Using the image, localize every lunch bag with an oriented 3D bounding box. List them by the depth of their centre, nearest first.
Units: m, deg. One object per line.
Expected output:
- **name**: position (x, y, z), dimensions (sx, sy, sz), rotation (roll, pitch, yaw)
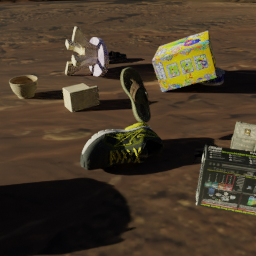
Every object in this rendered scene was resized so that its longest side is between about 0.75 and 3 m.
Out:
- **lunch bag**: position (3.472, 0.261, 8.247), dimensions (0.714, 0.870, 0.512), rotation (13, 32, 19)

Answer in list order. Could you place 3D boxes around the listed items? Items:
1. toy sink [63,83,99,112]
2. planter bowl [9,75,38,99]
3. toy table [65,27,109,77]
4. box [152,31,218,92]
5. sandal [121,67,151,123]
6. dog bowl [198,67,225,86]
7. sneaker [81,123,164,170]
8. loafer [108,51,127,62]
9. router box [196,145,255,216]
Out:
- **toy sink**: position (-1.820, -1.239, 10.894), dimensions (1.218, 0.794, 0.682), rotation (-20, 35, -28)
- **planter bowl**: position (-4.299, -1.667, 11.673), dimensions (1.106, 0.745, 1.106), rotation (0, 30, 0)
- **toy table**: position (-2.074, -3.580, 13.627), dimensions (1.536, 2.410, 2.622), rotation (2, 26, -27)
- **box**: position (2.580, -2.995, 12.498), dimensions (2.391, 1.515, 2.483), rotation (-13, 25, 21)
- **sandal**: position (0.333, -0.989, 8.189), dimensions (0.674, 1.697, 0.484), rotation (-23, 3, -23)
- **dog bowl**: position (3.894, -2.485, 13.298), dimensions (1.314, 0.517, 1.314), rotation (0, 30, 0)
- **sneaker**: position (-0.070, 0.543, 7.678), dimensions (2.569, 0.957, 1.087), rotation (-22, 37, -33)
- **loafer**: position (-1.018, -4.089, 15.887), dimensions (2.116, 0.666, 0.761), rotation (-15, 33, -23)
- **router box**: position (2.505, 1.194, 6.138), dimensions (1.848, 1.385, 0.574), rotation (8, 32, 13)
